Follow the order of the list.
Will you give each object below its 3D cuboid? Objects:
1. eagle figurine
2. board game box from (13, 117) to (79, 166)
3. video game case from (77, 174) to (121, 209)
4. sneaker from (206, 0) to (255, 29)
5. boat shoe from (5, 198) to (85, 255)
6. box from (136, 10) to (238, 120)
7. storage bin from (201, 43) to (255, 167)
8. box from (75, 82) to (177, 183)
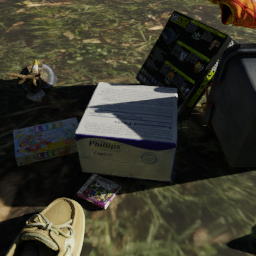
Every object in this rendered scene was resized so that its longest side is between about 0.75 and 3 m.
[{"bbox_3d":[-3.339,-1.800,10.042,1.327,1.319,1.748,39,0,-13],"label":"eagle figurine"},{"bbox_3d":[-2.154,0.325,7.666,1.783,0.305,1.199,-13,39,-17],"label":"board game box"},{"bbox_3d":[-0.652,1.423,6.374,0.761,0.136,0.690,19,41,23],"label":"video game case"},{"bbox_3d":[3.176,-3.247,7.809,2.827,1.091,1.032,19,29,-32],"label":"sneaker"},{"bbox_3d":[-1.592,2.242,4.638,1.077,0.929,2.952,13,39,17],"label":"boat shoe"},{"bbox_3d":[1.663,-2.090,8.980,0.662,2.689,2.785,18,23,-38],"label":"box"},{"bbox_3d":[2.935,-0.385,6.841,1.998,2.746,1.844,0,47,-1],"label":"storage bin"},{"bbox_3d":[0.106,-0.005,7.277,2.270,1.295,2.468,5,37,7],"label":"box"}]
